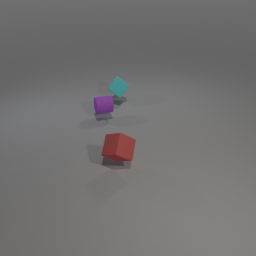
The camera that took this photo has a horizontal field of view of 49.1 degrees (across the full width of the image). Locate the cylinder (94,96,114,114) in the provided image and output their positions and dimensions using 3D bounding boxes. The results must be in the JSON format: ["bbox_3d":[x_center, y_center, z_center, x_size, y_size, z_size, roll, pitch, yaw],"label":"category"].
[{"bbox_3d":[-1.009,-0.960,11.588,0.700,0.700,0.700,-8,30,-16],"label":"cylinder"}]

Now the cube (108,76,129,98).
[{"bbox_3d":[-0.451,-1.896,12.997,0.700,0.700,0.700,37,3,-8],"label":"cube"}]

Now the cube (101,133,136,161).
[{"bbox_3d":[-0.282,0.602,8.626,0.700,0.700,0.700,-8,-25,44],"label":"cube"}]
